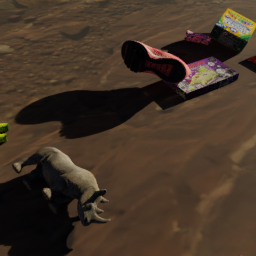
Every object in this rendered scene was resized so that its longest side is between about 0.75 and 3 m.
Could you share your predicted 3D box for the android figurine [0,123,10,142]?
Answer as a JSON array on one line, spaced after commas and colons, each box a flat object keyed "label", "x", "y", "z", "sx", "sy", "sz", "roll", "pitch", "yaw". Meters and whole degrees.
[{"label": "android figurine", "x": -4.223, "y": 0.201, "z": 8.017, "sx": 1.524, "sy": 0.313, "sz": 1.387, "roll": -6, "pitch": 44, "yaw": -8}]

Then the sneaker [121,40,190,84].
[{"label": "sneaker", "x": 0.961, "y": -2.287, "z": 9.877, "sx": 2.691, "sy": 0.992, "sz": 1.167, "roll": 30, "pitch": 25, "yaw": 22}]

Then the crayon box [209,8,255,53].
[{"label": "crayon box", "x": 4.721, "y": -4.418, "z": 12.387, "sx": 1.525, "sy": 0.626, "sz": 2.425, "roll": 32, "pitch": 49, "yaw": 7}]

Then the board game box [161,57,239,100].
[{"label": "board game box", "x": 2.624, "y": -1.875, "z": 10.209, "sx": 2.436, "sy": 0.393, "sz": 1.462, "roll": -22, "pitch": 43, "yaw": -21}]

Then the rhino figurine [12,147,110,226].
[{"label": "rhino figurine", "x": -1.403, "y": 1.320, "z": 6.480, "sx": 2.659, "sy": 0.795, "sz": 1.162, "roll": 31, "pitch": 52, "yaw": 27}]

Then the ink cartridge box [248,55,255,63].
[{"label": "ink cartridge box", "x": 6.324, "y": -2.706, "z": 10.955, "sx": 2.053, "sy": 0.515, "sz": 2.366, "roll": -24, "pitch": 48, "yaw": -25}]

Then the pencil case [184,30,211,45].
[{"label": "pencil case", "x": 3.083, "y": -3.986, "z": 12.344, "sx": 1.118, "sy": 0.463, "sz": 0.484, "roll": 19, "pitch": 48, "yaw": 18}]
